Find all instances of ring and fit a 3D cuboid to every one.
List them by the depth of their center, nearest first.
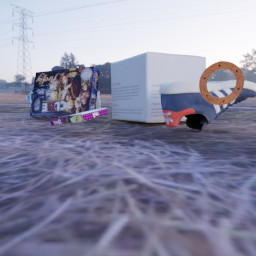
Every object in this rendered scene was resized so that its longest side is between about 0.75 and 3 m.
[{"bbox_3d":[1.928,-0.924,5.797,0.922,0.922,0.088,0,21,2],"label":"ring"}]

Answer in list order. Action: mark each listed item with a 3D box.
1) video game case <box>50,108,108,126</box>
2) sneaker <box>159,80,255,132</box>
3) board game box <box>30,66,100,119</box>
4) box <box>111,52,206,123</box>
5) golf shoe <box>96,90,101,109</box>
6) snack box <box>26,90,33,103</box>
[{"bbox_3d":[-1.023,-0.237,5.968,0.850,0.168,0.937,-7,8,28],"label":"video game case"},{"bbox_3d":[2.022,-0.558,6.910,2.835,1.198,1.063,-5,8,-22],"label":"sneaker"},{"bbox_3d":[-2.235,-1.189,9.765,2.493,1.689,0.431,0,-11,24],"label":"board game box"},{"bbox_3d":[0.941,-1.259,9.229,2.358,2.020,2.346,-5,6,-29],"label":"box"},{"bbox_3d":[-1.850,-0.794,10.749,2.210,1.012,0.832,-11,8,46],"label":"golf shoe"},{"bbox_3d":[-3.178,-1.090,10.705,1.494,0.868,0.277,32,-8,30],"label":"snack box"}]
